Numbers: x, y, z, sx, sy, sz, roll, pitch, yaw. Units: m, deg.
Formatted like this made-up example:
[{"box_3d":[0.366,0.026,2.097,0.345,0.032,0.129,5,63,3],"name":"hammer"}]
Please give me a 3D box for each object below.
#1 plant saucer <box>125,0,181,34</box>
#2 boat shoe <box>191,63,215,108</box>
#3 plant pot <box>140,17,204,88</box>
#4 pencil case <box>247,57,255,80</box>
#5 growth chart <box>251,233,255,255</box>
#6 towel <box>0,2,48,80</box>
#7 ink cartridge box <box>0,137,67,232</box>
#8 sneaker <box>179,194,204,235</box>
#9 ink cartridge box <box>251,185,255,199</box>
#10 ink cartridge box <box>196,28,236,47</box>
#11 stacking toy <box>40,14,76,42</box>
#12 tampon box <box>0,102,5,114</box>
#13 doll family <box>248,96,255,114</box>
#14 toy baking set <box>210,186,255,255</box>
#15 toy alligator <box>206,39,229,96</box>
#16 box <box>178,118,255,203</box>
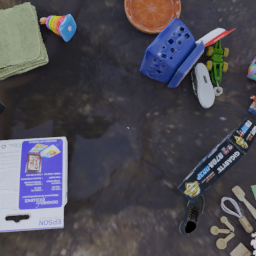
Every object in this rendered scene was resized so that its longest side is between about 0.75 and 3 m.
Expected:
[{"box_3d":[0.840,-4.158,9.621,1.936,0.313,1.936,1,85,-6],"name":"plant saucer"},{"box_3d":[2.314,-1.272,8.796,0.537,0.484,1.519,6,66,-20],"name":"boat shoe"},{"box_3d":[1.379,-2.176,8.615,1.325,1.474,1.474,37,76,4],"name":"plant pot"},{"box_3d":[4.814,-1.611,8.639,2.065,0.913,0.913,22,73,12],"name":"pencil case"},{"box_3d":[3.685,3.294,7.339,0.881,0.108,1.218,-11,83,-17],"name":"growth chart"},{"box_3d":[-3.786,-2.938,9.338,1.897,0.467,2.557,-17,74,-4],"name":"towel"},{"box_3d":[-2.960,1.558,7.828,2.503,0.548,2.526,-3,70,-1],"name":"ink cartridge box"},{"box_3d":[1.805,2.319,7.544,0.454,0.645,1.215,24,74,7],"name":"sneaker"},{"box_3d":[4.660,1.842,7.709,2.082,0.617,1.081,-13,74,-3],"name":"ink cartridge box"},{"box_3d":[2.680,-2.898,8.954,0.976,1.201,0.343,-35,97,-11],"name":"ink cartridge box"},{"box_3d":[-2.480,-3.540,9.505,1.288,0.707,0.748,23,76,20],"name":"stacking toy"},{"box_3d":[-5.059,-0.223,7.713,1.572,1.866,2.490,25,74,8],"name":"tampon box"},{"box_3d":[4.462,-0.681,8.515,1.409,0.635,0.874,33,75,10],"name":"doll family"},{"box_3d":[3.121,2.654,7.635,1.490,0.226,1.941,24,75,6],"name":"toy baking set"},{"box_3d":[2.826,-1.904,9.025,0.644,0.467,1.942,7,78,2],"name":"toy alligator"},{"box_3d":[2.290,0.708,6.888,0.506,2.198,1.747,45,121,14],"name":"box"}]
